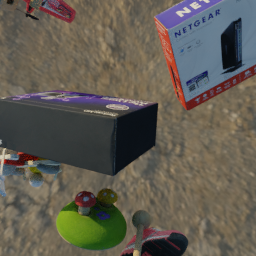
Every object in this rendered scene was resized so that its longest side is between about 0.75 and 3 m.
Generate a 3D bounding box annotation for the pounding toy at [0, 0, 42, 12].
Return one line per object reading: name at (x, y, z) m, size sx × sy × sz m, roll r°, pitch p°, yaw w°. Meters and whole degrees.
pounding toy at (-2.559, -2.767, 5.944) m, size 1.348 × 1.185 × 0.617 m, roll 27°, pitch 107°, yaw -9°

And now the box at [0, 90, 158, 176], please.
box at (-0.928, -0.079, 5.367) m, size 2.542 × 1.794 × 1.002 m, roll 10°, pitch 109°, yaw 24°

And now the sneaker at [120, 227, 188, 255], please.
sneaker at (0.494, 2.243, 5.621) m, size 0.635 × 1.722 × 0.747 m, roll 44°, pitch 39°, yaw -11°

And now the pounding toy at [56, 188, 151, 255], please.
pounding toy at (-0.439, 1.614, 5.390) m, size 1.793 × 1.384 × 0.832 m, roll 14°, pitch 106°, yaw 9°

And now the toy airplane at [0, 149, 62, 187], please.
toy airplane at (-2.060, 0.801, 5.925) m, size 1.379 × 1.385 × 0.978 m, roll -11°, pitch 95°, yaw -13°

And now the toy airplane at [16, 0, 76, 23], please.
toy airplane at (-2.067, -3.484, 6.615) m, size 2.092 × 2.092 × 0.385 m, roll 1°, pitch 47°, yaw 0°

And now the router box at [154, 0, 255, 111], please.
router box at (2.262, -2.034, 6.571) m, size 2.832 × 2.542 × 0.692 m, roll -28°, pitch 49°, yaw 1°

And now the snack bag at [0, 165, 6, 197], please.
snack bag at (-3.236, 0.864, 6.439) m, size 0.138 × 1.290 × 1.216 m, roll -36°, pitch 121°, yaw -10°
